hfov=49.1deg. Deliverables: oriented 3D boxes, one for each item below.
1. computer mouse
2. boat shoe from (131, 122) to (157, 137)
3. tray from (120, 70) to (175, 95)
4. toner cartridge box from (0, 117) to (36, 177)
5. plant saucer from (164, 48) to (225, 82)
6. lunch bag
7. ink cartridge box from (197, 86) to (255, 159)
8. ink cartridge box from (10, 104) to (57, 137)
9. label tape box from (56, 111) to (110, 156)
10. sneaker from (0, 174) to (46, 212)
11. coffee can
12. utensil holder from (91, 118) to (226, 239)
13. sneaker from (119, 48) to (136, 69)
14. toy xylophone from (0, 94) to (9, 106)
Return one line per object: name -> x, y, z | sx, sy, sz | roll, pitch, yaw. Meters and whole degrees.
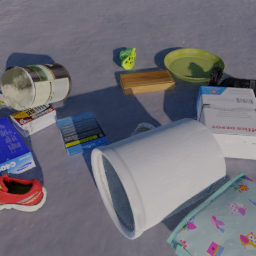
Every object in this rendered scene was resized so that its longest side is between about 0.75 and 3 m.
computer mouse -> 4.751, -1.620, 12.081 | 2.703, 0.713, 1.872 | 16, 59, 18
boat shoe -> 1.149, 0.465, 9.846 | 2.221, 0.818, 0.712 | 24, 54, 29
tray -> 0.867, -2.146, 12.920 | 2.322, 0.430, 1.145 | -7, 43, -9
toner cartridge box -> -4.271, 0.627, 9.329 | 1.368, 0.622, 2.880 | -24, 37, -26
plant saucer -> 3.256, -3.073, 13.896 | 2.967, 0.461, 2.967 | 0, 43, 0
lunch bag -> 2.630, 2.768, 6.659 | 2.800, 1.707, 2.385 | -24, 48, -31
ink cartridge box -> 3.674, -0.290, 10.314 | 2.042, 1.197, 2.788 | 5, 44, 6
ink cartridge box -> -3.728, -0.453, 10.919 | 1.426, 0.598, 1.252 | -32, 49, -32
label tape box -> -1.623, 0.335, 10.060 | 1.430, 0.628, 1.983 | -16, 45, -17
sneaker -> -3.684, 1.774, 8.160 | 2.541, 1.079, 0.979 | -2, 41, -3
coffee can -> -3.328, -1.583, 10.393 | 1.526, 1.526, 2.085 | 20, 23, 21
utensil holder -> 0.806, 1.241, 7.798 | 2.921, 2.482, 2.482 | -20, 46, -24
sneaker -> -0.083, -3.518, 14.309 | 0.783, 0.694, 1.874 | 1, 35, 14
toy xylophone -> -5.505, -1.182, 11.987 | 1.013, 0.255, 0.742 | 21, 47, 21
